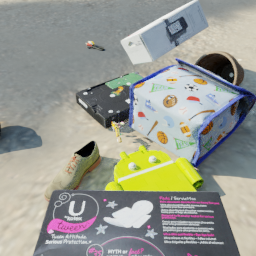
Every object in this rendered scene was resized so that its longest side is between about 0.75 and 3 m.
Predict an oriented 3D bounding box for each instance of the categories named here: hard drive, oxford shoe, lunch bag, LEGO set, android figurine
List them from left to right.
[{"bbox_3d":[-1.321,0.946,6.584,0.638,0.677,1.811,19,43,21],"label":"oxford shoe"},{"bbox_3d":[-0.218,0.045,7.553,0.296,0.366,0.796,-7,35,-15],"label":"LEGO set"},{"bbox_3d":[-0.182,-1.003,9.129,2.527,0.478,1.765,-27,46,-28],"label":"hard drive"},{"bbox_3d":[0.574,1.272,6.365,2.152,0.486,2.365,-15,43,-17],"label":"android figurine"},{"bbox_3d":[1.828,-0.724,7.754,2.870,1.777,2.440,-30,50,-34],"label":"lunch bag"}]

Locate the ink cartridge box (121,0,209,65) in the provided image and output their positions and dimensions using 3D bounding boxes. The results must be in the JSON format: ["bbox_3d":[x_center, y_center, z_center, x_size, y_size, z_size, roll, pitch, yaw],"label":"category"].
[{"bbox_3d":[1.174,-3.169,9.502,2.398,1.000,1.741,-34,19,-12],"label":"ink cartridge box"}]

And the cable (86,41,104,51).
[{"bbox_3d":[-1.523,-3.691,12.607,0.947,0.238,0.460,27,47,29],"label":"cable"}]

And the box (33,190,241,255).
[{"bbox_3d":[0.122,2.079,4.334,2.681,1.771,1.538,1,35,2],"label":"box"}]

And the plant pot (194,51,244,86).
[{"bbox_3d":[3.181,-1.741,9.419,1.411,1.618,1.618,-12,37,-44],"label":"plant pot"}]
